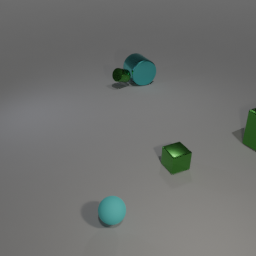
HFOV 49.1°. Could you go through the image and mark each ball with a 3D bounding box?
[{"bbox_3d":[-0.398,2.051,6.988,0.700,0.700,0.700,0,31,0],"label":"ball"}]

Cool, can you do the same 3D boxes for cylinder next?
[{"bbox_3d":[-0.337,-2.736,14.573,0.700,0.700,0.700,24,18,34],"label":"cylinder"},{"bbox_3d":[0.627,-3.217,15.314,1.400,1.400,1.400,-12,34,-19],"label":"cylinder"}]

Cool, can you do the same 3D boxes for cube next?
[{"bbox_3d":[5.167,0.071,9.875,1.400,1.400,1.400,-17,32,-25],"label":"cube"},{"bbox_3d":[1.568,0.974,9.139,0.700,0.700,0.700,-14,34,-22],"label":"cube"}]
